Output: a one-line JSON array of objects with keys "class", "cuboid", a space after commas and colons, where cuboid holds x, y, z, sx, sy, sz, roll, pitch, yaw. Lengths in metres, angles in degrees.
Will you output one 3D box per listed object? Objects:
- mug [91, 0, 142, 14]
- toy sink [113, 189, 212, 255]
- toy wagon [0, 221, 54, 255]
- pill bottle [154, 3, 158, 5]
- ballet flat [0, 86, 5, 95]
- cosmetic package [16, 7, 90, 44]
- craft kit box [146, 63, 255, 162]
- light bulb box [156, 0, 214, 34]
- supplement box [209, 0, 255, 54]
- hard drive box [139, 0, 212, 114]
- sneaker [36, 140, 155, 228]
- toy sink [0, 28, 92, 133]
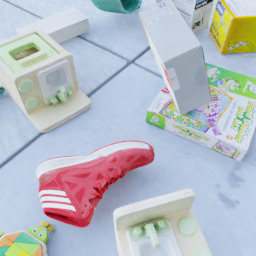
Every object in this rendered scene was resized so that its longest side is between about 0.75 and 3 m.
[{"class": "mug", "cuboid": [-0.556, -5.435, 10.818, 1.653, 2.674, 2.197, 15, 57, 22]}, {"class": "toy sink", "cuboid": [0.589, 2.195, 4.885, 1.391, 2.135, 1.196, -13, 52, -11]}, {"class": "toy wagon", "cuboid": [-2.232, 2.644, 5.663, 1.408, 0.359, 1.815, 25, 56, 18]}, {"class": "pill bottle", "cuboid": [1.358, -3.848, 10.394, 0.953, 0.953, 1.637, -13, 50, -10]}, {"class": "ballet flat", "cuboid": [-4.748, -1.101, 8.452, 1.849, 0.627, 0.696, -24, 81, -16]}, {"class": "cosmetic package", "cuboid": [-2.777, -3.688, 10.576, 2.493, 0.631, 1.029, -32, 58, -23]}, {"class": "craft kit box", "cuboid": [2.388, -0.739, 8.236, 2.804, 0.689, 2.839, 24, 55, 15]}, {"class": "light bulb box", "cuboid": [2.186, -4.996, 10.770, 1.233, 1.976, 1.959, -34, 60, -24]}, {"class": "supplement box", "cuboid": [4.530, -3.732, 10.095, 2.636, 1.444, 1.435, -5, 50, -5]}, {"class": "hard drive box", "cuboid": [1.244, -1.918, 7.458, 0.932, 1.892, 2.427, -22, 48, 7]}, {"class": "sneaker", "cuboid": [-0.570, 1.333, 6.279, 2.797, 1.096, 1.616, -14, 54, -6]}, {"class": "toy sink", "cuboid": [-2.599, -1.523, 8.245, 1.800, 1.547, 2.762, -32, 58, -23]}]
